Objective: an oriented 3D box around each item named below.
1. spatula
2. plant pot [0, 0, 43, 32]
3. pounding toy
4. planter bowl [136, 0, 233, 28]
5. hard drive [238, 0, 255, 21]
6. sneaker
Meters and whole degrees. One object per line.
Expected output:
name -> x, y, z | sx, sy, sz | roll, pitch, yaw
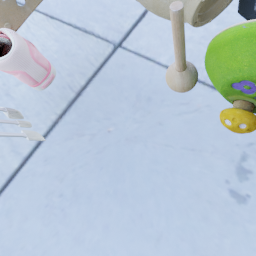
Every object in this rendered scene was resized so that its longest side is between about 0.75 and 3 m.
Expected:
spatula -> -2.418, -0.124, 5.481 | 0.126, 1.570, 1.091 | -46, 72, 13
plant pot -> -2.653, -3.313, 5.862 | 2.224, 2.222, 1.969 | -38, 43, 19
pounding toy -> 1.905, -0.576, 4.619 | 2.945, 2.274, 1.367 | 18, 77, 14
planter bowl -> 1.357, -3.147, 5.701 | 2.411, 2.411, 1.623 | -34, 75, -16
hard drive -> 2.763, -2.799, 5.618 | 0.349, 1.482, 2.124 | -5, 36, 3
sneaker -> -2.491, -1.625, 5.791 | 2.303, 1.204, 0.867 | 35, 89, 39
